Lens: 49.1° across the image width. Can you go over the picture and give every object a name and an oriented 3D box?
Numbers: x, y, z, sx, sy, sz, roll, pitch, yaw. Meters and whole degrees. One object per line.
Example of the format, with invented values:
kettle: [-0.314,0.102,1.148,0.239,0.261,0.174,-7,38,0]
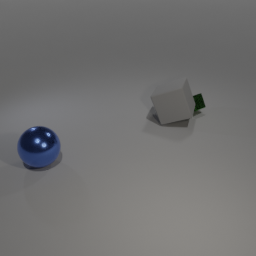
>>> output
ball: [-2.989,0.630,9.441,1.400,1.400,1.400,0,29,0]
cube: [3.078,-1.155,13.158,0.700,0.700,0.700,-20,3,-32]
cube: [1.986,-1.173,12.136,1.400,1.400,1.400,-13,23,26]
